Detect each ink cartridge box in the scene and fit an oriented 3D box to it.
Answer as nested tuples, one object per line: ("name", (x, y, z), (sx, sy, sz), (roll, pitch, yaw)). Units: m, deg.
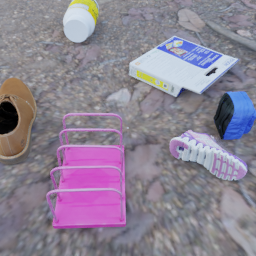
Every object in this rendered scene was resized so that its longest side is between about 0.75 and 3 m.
("ink cartridge box", (1.763, -1.912, 8.826), (2.499, 0.587, 2.469), (33, 52, 27))

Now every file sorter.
("file sorter", (-0.751, 0.769, 5.589), (1.376, 1.241, 1.979), (-1, 45, -1))

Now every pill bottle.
("pill bottle", (-1.781, -4.134, 10.622), (1.161, 1.161, 2.066), (2, 45, 2))

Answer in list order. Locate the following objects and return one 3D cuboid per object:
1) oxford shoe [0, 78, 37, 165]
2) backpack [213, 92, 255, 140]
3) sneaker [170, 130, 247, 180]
("oxford shoe", (-2.870, -0.515, 7.014), (1.024, 1.023, 2.870), (-10, 46, -13))
("backpack", (2.650, -0.378, 6.875), (0.895, 1.067, 0.867), (-7, 44, -6))
("sneaker", (1.844, 0.516, 6.293), (1.727, 0.695, 0.764), (25, 42, 24))
